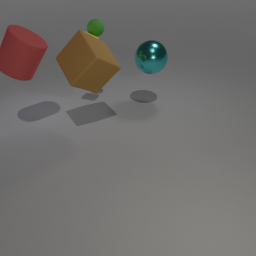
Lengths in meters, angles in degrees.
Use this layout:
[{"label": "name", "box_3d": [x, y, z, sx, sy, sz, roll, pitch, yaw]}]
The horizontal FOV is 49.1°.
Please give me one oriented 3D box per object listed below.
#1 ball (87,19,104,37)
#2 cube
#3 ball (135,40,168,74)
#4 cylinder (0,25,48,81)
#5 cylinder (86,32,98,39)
[{"label": "ball", "box_3d": [-1.309, -4.055, 11.339, 0.700, 0.700, 0.700, 0, 31, 0]}, {"label": "cube", "box_3d": [-1.403, -2.310, 9.950, 1.400, 1.400, 1.400, 8, 46, -57]}, {"label": "ball", "box_3d": [0.982, -2.988, 11.867, 1.400, 1.400, 1.400, 0, 31, 0]}, {"label": "cylinder", "box_3d": [-3.745, -2.618, 9.803, 1.400, 1.400, 1.400, 29, 24, -14]}, {"label": "cylinder", "box_3d": [-1.623, -3.393, 11.130, 0.700, 0.700, 0.700, 23, 33, -1]}]
